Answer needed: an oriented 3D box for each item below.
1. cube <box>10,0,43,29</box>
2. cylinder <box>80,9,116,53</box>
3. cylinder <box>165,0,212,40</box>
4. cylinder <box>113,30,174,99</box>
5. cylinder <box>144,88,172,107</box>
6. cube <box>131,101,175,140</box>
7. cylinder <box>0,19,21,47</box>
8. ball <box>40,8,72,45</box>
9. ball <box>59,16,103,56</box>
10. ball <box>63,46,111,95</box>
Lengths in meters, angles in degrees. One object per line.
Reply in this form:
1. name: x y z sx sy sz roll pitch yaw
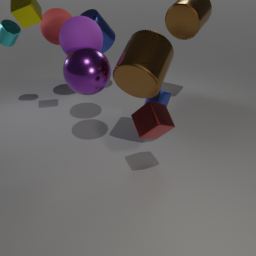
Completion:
1. cube: -3.210 -3.737 8.873 0.700 0.700 0.700 -18 60 8
2. cylinder: -1.492 -4.192 12.318 1.400 1.400 1.400 -17 56 26
3. cylinder: 2.342 -4.360 10.830 1.400 1.400 1.400 17 49 26
4. cylinder: 0.455 -1.808 8.033 1.400 1.400 1.400 13 61 21
5. cylinder: 0.925 -0.880 8.777 0.700 0.700 0.700 18 16 -5
6. cube: 0.636 -0.180 7.180 0.700 0.700 0.700 6 56 -47
7. cylinder: -4.429 -3.500 10.351 0.700 0.700 0.700 23 48 -29
8. ball: -2.789 -4.043 11.191 1.400 1.400 1.400 0 30 0
9. ball: -1.504 -2.870 9.033 1.400 1.400 1.400 0 30 0
10. ball: -1.197 -1.667 8.228 1.400 1.400 1.400 0 30 0
